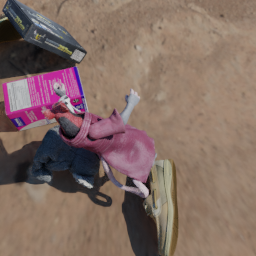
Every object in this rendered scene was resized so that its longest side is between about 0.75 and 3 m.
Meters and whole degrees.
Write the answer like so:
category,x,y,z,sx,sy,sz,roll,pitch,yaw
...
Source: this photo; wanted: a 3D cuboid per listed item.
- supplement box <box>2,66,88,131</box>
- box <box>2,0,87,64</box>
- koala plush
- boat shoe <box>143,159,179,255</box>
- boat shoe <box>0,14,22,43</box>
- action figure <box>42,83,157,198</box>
category,x,y,z,sx,sy,sz,roll,pitch,yaw
supplement box,-2.298,-0.820,7.972,2.097,1.061,1.084,-14,66,-7
box,-2.551,-2.996,8.779,0.565,2.215,1.747,-51,59,16
koala plush,-1.378,0.753,6.953,1.564,1.437,1.387,27,55,-3
boat shoe,0.758,1.815,6.552,0.741,0.823,2.280,-6,59,15
boat shoe,-4.504,-3.408,9.529,2.813,1.005,0.924,-38,74,-23
action figure,-0.696,0.194,5.790,1.872,2.795,2.081,6,79,36
